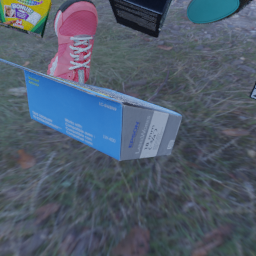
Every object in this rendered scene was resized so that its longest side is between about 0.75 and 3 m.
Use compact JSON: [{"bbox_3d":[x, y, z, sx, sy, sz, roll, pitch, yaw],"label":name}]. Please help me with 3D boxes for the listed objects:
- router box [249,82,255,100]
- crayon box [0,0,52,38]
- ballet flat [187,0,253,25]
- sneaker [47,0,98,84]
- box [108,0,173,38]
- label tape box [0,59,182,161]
[{"bbox_3d":[2.506,-1.102,4.570,0.363,1.093,1.390,27,36,23],"label":"router box"},{"bbox_3d":[-2.213,-2.487,5.987,0.962,0.830,0.280,14,-3,-10],"label":"crayon box"},{"bbox_3d":[2.703,-3.348,6.734,2.682,0.965,0.965,-19,23,42],"label":"ballet flat"},{"bbox_3d":[-0.923,-1.314,5.226,0.798,2.166,0.939,-11,61,-29],"label":"sneaker"},{"bbox_3d":[0.594,-3.850,7.037,1.459,2.354,2.314,22,7,0],"label":"box"},{"bbox_3d":[-0.487,-0.203,4.133,1.763,0.774,2.445,22,9,30],"label":"label tape box"}]
